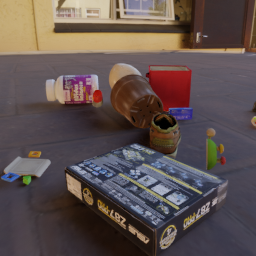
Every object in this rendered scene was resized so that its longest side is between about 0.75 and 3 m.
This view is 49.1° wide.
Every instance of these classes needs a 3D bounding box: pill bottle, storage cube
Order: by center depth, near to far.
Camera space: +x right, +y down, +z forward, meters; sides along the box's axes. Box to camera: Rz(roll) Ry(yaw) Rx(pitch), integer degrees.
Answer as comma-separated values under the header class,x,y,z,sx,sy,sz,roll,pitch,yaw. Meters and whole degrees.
class,x,y,z,sx,sy,sz,roll,pitch,yaw
storage cube,1.856,-1.891,13.062,2.073,1.863,1.772,0,20,2
pill bottle,-2.707,-1.895,13.796,2.465,1.384,1.384,-4,20,-7

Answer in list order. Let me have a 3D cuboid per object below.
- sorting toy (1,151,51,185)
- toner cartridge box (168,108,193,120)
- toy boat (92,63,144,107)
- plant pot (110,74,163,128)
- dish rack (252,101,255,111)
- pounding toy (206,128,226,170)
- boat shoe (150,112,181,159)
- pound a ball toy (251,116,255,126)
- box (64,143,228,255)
class,x,y,z,sx,sy,sz,roll,pitch,yaw
sorting toy,-2.600,1.051,7.319,0.922,0.223,1.637,6,21,4
toner cartridge box,2.153,-0.584,11.501,0.956,0.454,0.206,-1,19,-4
toy boat,-0.477,-1.739,12.590,2.534,2.130,1.177,-26,-14,-14
plant pot,0.390,-0.970,10.920,1.810,1.810,1.792,-6,28,-16
dish rack,6.180,-0.710,11.849,1.442,0.513,1.880,3,22,12
pounding toy,2.156,0.559,6.871,0.455,0.757,0.981,0,49,15
boat shoe,1.234,0.011,8.994,1.074,1.015,2.984,1,20,4
pound a ball toy,5.097,-0.179,10.700,0.771,0.327,0.503,-6,46,-15
box,0.310,1.240,6.075,2.259,0.688,2.802,-20,27,-39
